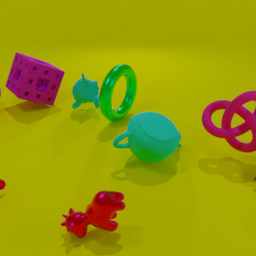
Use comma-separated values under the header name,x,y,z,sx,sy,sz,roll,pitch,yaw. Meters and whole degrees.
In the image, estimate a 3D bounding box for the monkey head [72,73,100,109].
name,x,y,z,sx,sy,sz,roll,pitch,yaw
monkey head,-1.244,-1.001,8.420,0.794,1.317,0.948,-1,46,-30

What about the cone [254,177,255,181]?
name,x,y,z,sx,sy,sz,roll,pitch,yaw
cone,3.017,0.839,5.669,1.068,1.064,1.064,-23,33,-4

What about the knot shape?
name,x,y,z,sx,sy,sz,roll,pitch,yaw
knot shape,2.468,-0.237,6.146,1.418,1.327,0.655,39,20,5

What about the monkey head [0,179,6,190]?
name,x,y,z,sx,sy,sz,roll,pitch,yaw
monkey head,-2.809,1.042,5.061,1.147,0.825,0.691,-3,7,-29

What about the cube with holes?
name,x,y,z,sx,sy,sz,roll,pitch,yaw
cube with holes,-2.929,-1.530,8.802,1.154,1.154,1.154,10,16,-47

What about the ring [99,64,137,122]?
name,x,y,z,sx,sy,sz,roll,pitch,yaw
ring,-0.243,-0.976,7.880,0.330,1.650,1.650,19,35,27

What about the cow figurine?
name,x,y,z,sx,sy,sz,roll,pitch,yaw
cow figurine,-0.584,1.387,4.593,0.918,0.933,0.512,14,24,-13

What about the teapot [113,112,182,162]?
name,x,y,z,sx,sy,sz,roll,pitch,yaw
teapot,0.570,0.261,6.387,1.954,0.957,1.215,-1,46,-27
